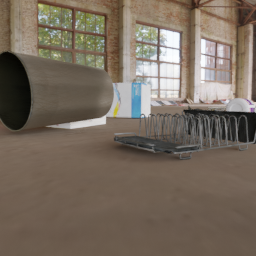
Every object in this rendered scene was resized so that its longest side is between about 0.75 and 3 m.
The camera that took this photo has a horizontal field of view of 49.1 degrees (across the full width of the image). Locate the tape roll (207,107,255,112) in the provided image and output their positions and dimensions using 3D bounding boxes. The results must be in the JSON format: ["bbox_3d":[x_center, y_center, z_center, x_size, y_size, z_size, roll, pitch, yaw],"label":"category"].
[{"bbox_3d":[5.169,-0.756,13.429,2.729,0.499,2.729,0,6,0],"label":"tape roll"}]

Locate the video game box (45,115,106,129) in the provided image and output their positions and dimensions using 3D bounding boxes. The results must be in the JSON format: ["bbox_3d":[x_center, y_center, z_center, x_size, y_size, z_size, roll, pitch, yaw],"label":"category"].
[{"bbox_3d":[-1.794,-0.269,8.782,1.551,0.398,1.702,2,7,32],"label":"video game box"}]

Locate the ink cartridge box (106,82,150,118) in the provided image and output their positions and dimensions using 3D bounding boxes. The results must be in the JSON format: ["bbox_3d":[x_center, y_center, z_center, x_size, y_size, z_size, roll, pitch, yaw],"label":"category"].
[{"bbox_3d":[-0.170,-1.279,13.116,2.142,1.564,1.572,2,4,18],"label":"ink cartridge box"}]

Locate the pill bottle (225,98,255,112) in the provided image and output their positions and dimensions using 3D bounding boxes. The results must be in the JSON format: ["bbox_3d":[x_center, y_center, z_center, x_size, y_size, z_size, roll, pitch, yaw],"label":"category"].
[{"bbox_3d":[4.538,-0.742,11.200,0.888,0.888,1.580,4,6,35],"label":"pill bottle"}]

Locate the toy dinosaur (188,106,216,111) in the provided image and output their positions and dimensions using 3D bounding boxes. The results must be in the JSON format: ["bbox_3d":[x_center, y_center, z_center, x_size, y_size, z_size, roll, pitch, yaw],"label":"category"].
[{"bbox_3d":[3.187,-0.663,12.555,0.957,0.516,2.172,14,3,-7],"label":"toy dinosaur"}]

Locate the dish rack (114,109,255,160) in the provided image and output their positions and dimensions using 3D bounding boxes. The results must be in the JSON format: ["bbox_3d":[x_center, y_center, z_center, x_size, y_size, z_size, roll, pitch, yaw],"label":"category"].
[{"bbox_3d":[0.960,0.023,4.666,2.265,0.618,1.737,-4,6,-34],"label":"dish rack"}]

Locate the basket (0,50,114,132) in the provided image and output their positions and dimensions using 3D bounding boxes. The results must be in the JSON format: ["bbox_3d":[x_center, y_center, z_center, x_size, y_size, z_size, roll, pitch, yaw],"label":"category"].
[{"bbox_3d":[-1.704,-0.877,6.921,2.479,1.686,2.235,-5,26,-44],"label":"basket"}]
